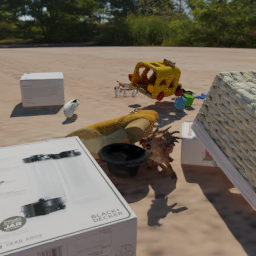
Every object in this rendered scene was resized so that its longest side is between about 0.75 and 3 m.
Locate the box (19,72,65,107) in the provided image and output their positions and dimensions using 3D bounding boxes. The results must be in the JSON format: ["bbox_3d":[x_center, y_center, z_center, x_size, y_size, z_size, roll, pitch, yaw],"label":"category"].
[{"bbox_3d":[-3.515,-1.646,11.660,1.671,1.092,1.662,-5,20,-13],"label":"box"}]

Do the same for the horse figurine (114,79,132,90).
[{"bbox_3d":[-0.094,-2.218,14.354,1.309,0.327,0.868,2,31,-10],"label":"horse figurine"}]

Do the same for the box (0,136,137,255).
[{"bbox_3d":[-1.195,1.100,4.327,1.692,0.872,2.900,-9,22,-23],"label":"box"}]

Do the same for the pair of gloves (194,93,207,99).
[{"bbox_3d":[3.450,-1.461,12.615,1.041,0.119,0.837,-11,23,-27],"label":"pair of gloves"}]

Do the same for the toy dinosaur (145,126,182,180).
[{"bbox_3d":[0.756,0.343,6.051,0.710,1.121,1.654,5,20,6],"label":"toy dinosaur"}]

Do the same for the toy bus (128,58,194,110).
[{"bbox_3d":[1.410,-2.044,11.208,2.547,1.395,2.699,11,28,-10],"label":"toy bus"}]

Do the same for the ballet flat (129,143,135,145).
[{"bbox_3d":[0.044,0.279,7.540,0.279,0.258,0.826,-1,19,-16],"label":"ballet flat"}]

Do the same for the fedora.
[{"bbox_3d":[-0.103,0.723,5.918,1.128,0.515,1.128,0,20,0],"label":"fedora"}]

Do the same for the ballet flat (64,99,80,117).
[{"bbox_3d":[-1.924,-0.766,9.771,0.432,0.432,1.243,1,23,2],"label":"ballet flat"}]

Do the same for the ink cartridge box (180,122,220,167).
[{"bbox_3d":[2.053,0.381,6.627,1.597,0.676,1.154,6,20,11],"label":"ink cartridge box"}]

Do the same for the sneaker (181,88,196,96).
[{"bbox_3d":[2.700,-1.606,12.785,0.402,0.348,0.890,-2,21,-39],"label":"sneaker"}]

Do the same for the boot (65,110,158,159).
[{"bbox_3d":[-0.366,0.100,7.039,2.207,0.777,1.580,-12,12,19],"label":"boot"}]

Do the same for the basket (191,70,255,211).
[{"bbox_3d":[2.580,0.063,5.290,1.645,1.497,2.427,-7,40,-19],"label":"basket"}]

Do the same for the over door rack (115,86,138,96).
[{"bbox_3d":[-0.067,-1.798,13.133,0.906,0.408,1.226,5,20,10],"label":"over door rack"}]

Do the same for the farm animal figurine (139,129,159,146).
[{"bbox_3d":[0.596,0.176,7.410,0.802,0.418,0.793,-3,23,-30],"label":"farm animal figurine"}]
